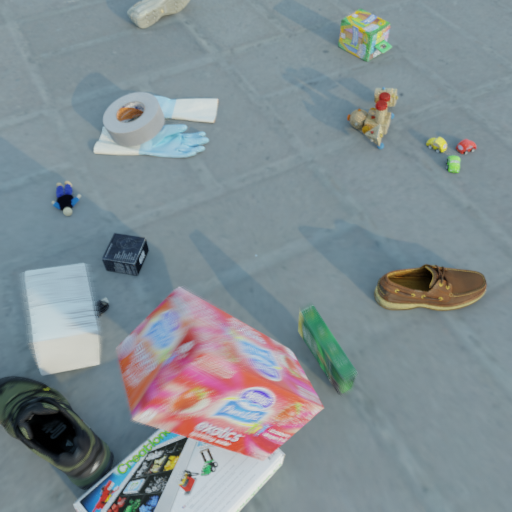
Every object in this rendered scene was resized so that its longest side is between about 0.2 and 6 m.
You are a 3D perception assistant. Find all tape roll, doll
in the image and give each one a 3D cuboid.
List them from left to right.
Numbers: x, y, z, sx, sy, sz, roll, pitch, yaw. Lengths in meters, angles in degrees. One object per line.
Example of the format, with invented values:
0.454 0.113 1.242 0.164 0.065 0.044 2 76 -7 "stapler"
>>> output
-4.174 -1.253 12.328 0.639 0.227 0.937 -13 53 -9 "doll"
-2.938 -3.292 13.477 1.409 0.466 1.409 -7 54 10 "tape roll"

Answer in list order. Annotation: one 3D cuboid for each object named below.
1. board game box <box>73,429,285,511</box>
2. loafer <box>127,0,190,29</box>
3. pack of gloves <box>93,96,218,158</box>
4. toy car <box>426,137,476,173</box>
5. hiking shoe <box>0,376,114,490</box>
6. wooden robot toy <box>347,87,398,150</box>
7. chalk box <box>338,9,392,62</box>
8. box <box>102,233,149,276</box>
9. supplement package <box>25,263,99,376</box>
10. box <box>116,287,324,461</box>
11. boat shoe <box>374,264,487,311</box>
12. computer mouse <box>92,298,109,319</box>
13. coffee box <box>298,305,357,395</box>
-1.082 3.396 8.383 1.695 0.465 2.685 37 55 25 "board game box"
-2.920 -7.693 17.032 2.190 0.766 0.764 -38 69 -25 "loafer"
-2.426 -3.398 13.817 2.745 0.542 2.306 4 53 2 "pack of gloves"
4.651 -2.409 13.206 1.184 0.264 1.114 6 52 5 "toy car"
-3.315 2.466 8.675 2.584 1.301 0.978 25 56 24 "hiking shoe"
2.766 -3.523 13.716 1.042 1.011 2.296 9 51 20 "wooden robot toy"
3.144 -6.139 15.735 0.882 0.878 1.418 -38 61 -25 "chalk box"
-2.611 -0.033 11.236 0.691 0.435 0.703 10 53 8 "box"
-3.282 1.081 9.511 0.991 1.289 1.348 -9 56 -20 "supplement package"
-0.454 1.716 7.759 1.313 2.634 1.258 -44 42 11 "box"
3.351 0.558 10.588 2.150 0.726 0.774 -4 52 -3 "boat shoe"
-3.531 0.720 10.694 0.959 0.365 1.385 -32 59 -22 "computer mouse"
1.184 1.611 9.560 0.306 0.856 1.392 -26 63 -12 "coffee box"
